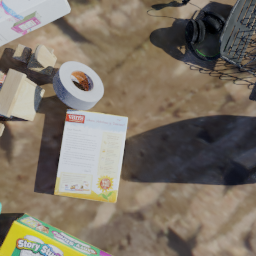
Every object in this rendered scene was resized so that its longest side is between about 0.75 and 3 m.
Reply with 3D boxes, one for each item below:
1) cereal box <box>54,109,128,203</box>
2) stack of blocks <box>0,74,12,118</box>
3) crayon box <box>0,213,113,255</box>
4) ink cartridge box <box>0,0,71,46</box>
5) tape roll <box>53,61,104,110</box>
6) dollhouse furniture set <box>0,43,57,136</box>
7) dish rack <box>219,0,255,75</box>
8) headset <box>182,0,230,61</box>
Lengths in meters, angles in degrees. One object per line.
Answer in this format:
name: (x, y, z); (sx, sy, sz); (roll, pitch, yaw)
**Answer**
cereal box: (-0.870, 0.659, 6.804); (1.502, 0.412, 2.087); (9, 86, 1)
stack of blocks: (-2.983, -0.774, 6.964); (0.587, 0.299, 1.020); (10, 86, 1)
crayon box: (-1.783, 3.697, 6.399); (2.762, 0.805, 2.383); (25, 85, 2)
ink cartridge box: (-2.897, -3.255, 6.761); (2.458, 1.041, 1.777); (-27, 86, -3)
tape roll: (-1.155, -0.994, 6.576); (1.159, 1.159, 0.383); (53, 129, 3)
dollhouse furniture set: (-3.563, -1.259, 6.434); (2.932, 1.432, 2.501); (21, 86, 1)
dish rack: (3.628, -2.078, 6.745); (2.678, 0.731, 2.054); (24, 85, -7)
headset: (1.846, -2.514, 7.037); (1.054, 0.802, 1.708); (-29, 102, -6)
